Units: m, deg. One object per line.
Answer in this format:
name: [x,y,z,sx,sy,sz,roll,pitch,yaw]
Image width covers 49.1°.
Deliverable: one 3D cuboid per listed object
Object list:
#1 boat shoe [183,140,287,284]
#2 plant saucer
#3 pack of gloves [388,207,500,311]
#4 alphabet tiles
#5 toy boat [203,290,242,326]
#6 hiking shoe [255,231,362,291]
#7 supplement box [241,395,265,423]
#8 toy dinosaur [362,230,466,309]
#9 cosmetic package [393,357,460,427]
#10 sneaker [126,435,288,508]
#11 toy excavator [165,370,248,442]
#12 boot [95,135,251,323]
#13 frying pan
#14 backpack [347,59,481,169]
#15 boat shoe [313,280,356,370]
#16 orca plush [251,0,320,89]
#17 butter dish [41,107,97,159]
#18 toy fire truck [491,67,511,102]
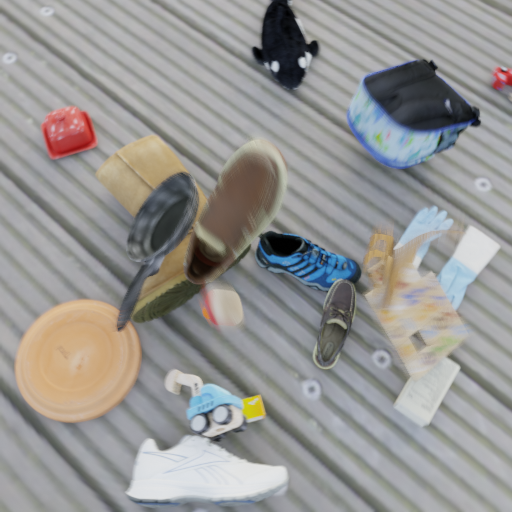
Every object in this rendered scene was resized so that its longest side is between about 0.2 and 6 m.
boat shoe: [-0.420,-0.499,8.882,1.081,2.926,1.082,33,47,4]
plant saucer: [-3.275,1.865,10.271,2.270,0.366,2.270,0,64,0]
pack of gloves: [3.588,0.101,11.194,1.677,0.394,1.996,37,76,8]
alphabet tiles: [2.819,0.923,9.987,1.709,0.077,2.045,-28,88,-34]
toy boat: [-0.592,0.844,8.789,0.546,0.836,0.546,-16,73,28]
hiking shoe: [0.993,0.100,10.784,2.136,0.926,0.794,12,65,6]
supplement box: [-0.208,2.737,9.853,0.666,0.363,0.365,-13,65,-6]
toy dinosaur: [2.340,0.002,9.046,1.038,1.954,0.590,25,36,-4]
cosmetic package: [3.036,2.345,9.996,0.640,0.432,1.216,35,70,14]
sneaker: [-0.787,3.509,9.199,2.613,0.974,1.138,1,60,0]
toy excavator: [-0.901,2.468,9.660,1.335,0.686,1.373,-26,51,17]
boot: [-2.124,-0.605,11.097,2.880,1.088,3.289,-33,70,-28]
frying pan: [-1.584,-0.245,9.635,1.848,0.497,3.055,-37,39,24]
backpack: [3.032,-2.824,11.647,2.225,1.635,2.036,-20,65,-30]
boat shoe: [1.501,1.240,10.309,0.631,0.559,1.724,14,78,1]
orca plush: [0.790,-5.529,13.339,1.640,1.108,3.117,11,65,5]
butter dish: [-4.172,-2.835,12.234,1.100,0.815,1.103,-19,66,-9]
toy fire truck: [6.136,-3.793,12.947,1.411,0.344,0.995,15,66,7]
